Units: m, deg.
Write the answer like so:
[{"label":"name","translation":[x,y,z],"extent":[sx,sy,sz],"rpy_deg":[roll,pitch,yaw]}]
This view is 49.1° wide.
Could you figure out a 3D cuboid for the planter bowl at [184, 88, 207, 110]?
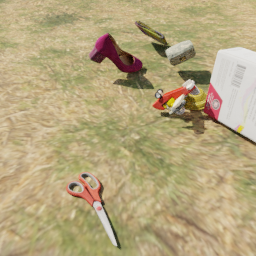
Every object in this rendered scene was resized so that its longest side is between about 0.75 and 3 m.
[{"label":"planter bowl","translation":[2.209,-1.056,9.267],"extent":[1.001,0.417,1.001],"rpy_deg":[-7,39,6]}]

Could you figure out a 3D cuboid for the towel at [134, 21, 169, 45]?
[{"label":"towel","translation":[1.127,-4.225,12.588],"extent":[1.480,0.235,2.061],"rpy_deg":[31,13,9]}]

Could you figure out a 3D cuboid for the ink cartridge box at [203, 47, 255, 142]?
[{"label":"ink cartridge box","translation":[3.620,-0.818,7.646],"extent":[1.179,2.033,2.754],"rpy_deg":[-17,39,-34]}]

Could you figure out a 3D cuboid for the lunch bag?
[{"label":"lunch bag","translation":[1.951,-2.796,10.450],"extent":[0.979,0.702,1.193],"rpy_deg":[-24,13,12]}]

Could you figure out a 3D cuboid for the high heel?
[{"label":"high heel","translation":[-0.145,-2.754,10.423],"extent":[2.532,1.217,0.854],"rpy_deg":[-3,66,-42]}]

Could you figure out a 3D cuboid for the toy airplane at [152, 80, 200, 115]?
[{"label":"toy airplane","translation":[1.560,-0.874,8.499],"extent":[1.334,0.941,1.328],"rpy_deg":[-28,15,-22]}]

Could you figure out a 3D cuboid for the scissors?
[{"label":"scissors","translation":[-0.620,1.640,6.101],"extent":[0.751,0.143,2.052],"rpy_deg":[-25,42,-32]}]
